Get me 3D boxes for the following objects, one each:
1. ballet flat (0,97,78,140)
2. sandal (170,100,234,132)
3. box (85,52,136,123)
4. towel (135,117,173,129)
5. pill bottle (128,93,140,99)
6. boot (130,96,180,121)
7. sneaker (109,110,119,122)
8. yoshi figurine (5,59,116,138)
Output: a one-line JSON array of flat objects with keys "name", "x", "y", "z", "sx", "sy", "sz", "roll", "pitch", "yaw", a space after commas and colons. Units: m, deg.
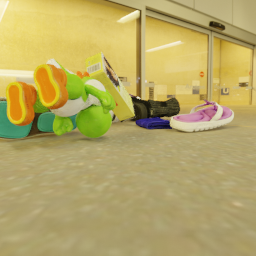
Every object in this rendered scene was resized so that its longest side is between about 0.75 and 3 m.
[{"name": "ballet flat", "x": -2.239, "y": -0.216, "z": 6.164, "sx": 0.810, "sy": 0.876, "sz": 2.597, "roll": 21, "pitch": 9, "yaw": 37}, {"name": "sandal", "x": 2.240, "y": -0.447, "z": 7.929, "sx": 1.075, "sy": 0.649, "sz": 2.642, "roll": 21, "pitch": 27, "yaw": 38}, {"name": "box", "x": -0.469, "y": -1.116, "z": 8.345, "sx": 0.570, "sy": 0.857, "sz": 2.276, "roll": -19, "pitch": -36, "yaw": 14}, {"name": "towel", "x": 0.777, "y": -0.159, "z": 8.527, "sx": 0.849, "sy": 0.285, "sz": 1.149, "roll": -1, "pitch": 6, "yaw": -17}, {"name": "pill bottle", "x": -0.115, "y": -1.097, "z": 12.811, "sx": 1.800, "sy": 1.012, "sz": 1.012, "roll": 19, "pitch": 7, "yaw": 1}, {"name": "boot", "x": 0.828, "y": -0.857, "z": 11.457, "sx": 1.775, "sy": 0.893, "sz": 2.374, "roll": -13, "pitch": 24, "yaw": -23}, {"name": "sneaker", "x": -1.356, "y": -0.710, "z": 10.762, "sx": 1.388, "sy": 0.908, "sz": 2.416, "roll": 0, "pitch": 9, "yaw": -29}, {"name": "yoshi figurine", "x": -0.948, "y": -0.339, "z": 5.289, "sx": 1.396, "sy": 1.390, "sz": 2.483, "roll": 29, "pitch": 13, "yaw": 18}]
